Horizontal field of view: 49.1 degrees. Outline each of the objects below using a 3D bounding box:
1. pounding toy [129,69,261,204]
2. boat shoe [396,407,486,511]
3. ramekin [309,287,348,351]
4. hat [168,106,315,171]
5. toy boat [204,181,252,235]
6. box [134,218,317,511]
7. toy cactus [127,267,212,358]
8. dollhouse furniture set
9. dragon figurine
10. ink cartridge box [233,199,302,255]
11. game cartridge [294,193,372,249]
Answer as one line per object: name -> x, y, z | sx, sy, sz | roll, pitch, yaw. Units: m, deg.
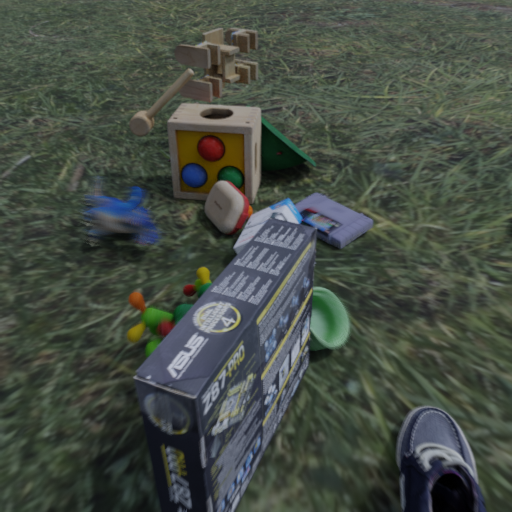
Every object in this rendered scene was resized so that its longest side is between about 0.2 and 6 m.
pounding toy -> -1.430, -2.574, 12.109 | 2.922, 2.567, 1.337 | 5, 35, 7
boat shoe -> 2.059, 2.410, 6.086 | 0.950, 1.180, 2.544 | 5, 35, 8
ramekin -> 0.908, 0.978, 8.454 | 0.925, 0.452, 0.925 | 22, 53, -32
hat -> -0.183, -2.169, 13.508 | 2.496, 2.197, 2.068 | 44, 11, 15
toy boat -> -0.457, -0.970, 11.523 | 0.868, 0.866, 1.328 | 14, 23, -38
box -> -0.135, 1.343, 6.528 | 0.749, 2.457, 3.048 | 15, 38, 20
toy cactus -> -0.868, 0.718, 8.154 | 1.719, 1.065, 2.083 | -18, 9, 24
dollhouse furniture set -> -1.311, -4.670, 15.083 | 1.784, 2.685, 2.353 | 18, 38, 25
dragon figurine -> -2.638, -0.881, 11.095 | 1.373, 0.813, 2.761 | -10, 26, -9
ink cartridge box -> 0.236, -0.424, 10.461 | 0.930, 0.545, 1.270 | -23, 22, 29
game cartridge -> 1.444, -0.752, 11.412 | 1.013, 0.300, 1.563 | -29, 44, -32
